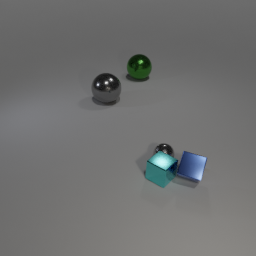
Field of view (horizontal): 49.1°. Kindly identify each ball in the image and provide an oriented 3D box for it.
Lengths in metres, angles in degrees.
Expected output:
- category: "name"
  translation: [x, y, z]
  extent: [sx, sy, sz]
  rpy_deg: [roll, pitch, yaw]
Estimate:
- category: "ball"
  translation: [1.184, 0.850, 9.265]
  extent: [0.700, 0.700, 0.700]
  rpy_deg: [0, 31, 0]
- category: "ball"
  translation: [0.626, -3.380, 15.540]
  extent: [1.400, 1.400, 1.400]
  rpy_deg: [0, 31, 0]
- category: "ball"
  translation: [-1.004, -1.851, 13.019]
  extent: [1.400, 1.400, 1.400]
  rpy_deg: [0, 31, 0]

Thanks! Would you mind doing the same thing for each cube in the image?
- category: "cube"
  translation: [1.026, 1.253, 8.567]
  extent: [0.700, 0.700, 0.700]
  rpy_deg: [25, 39, 31]
- category: "cube"
  translation: [1.888, 1.157, 8.285]
  extent: [0.700, 0.700, 0.700]
  rpy_deg: [16, 79, 15]
